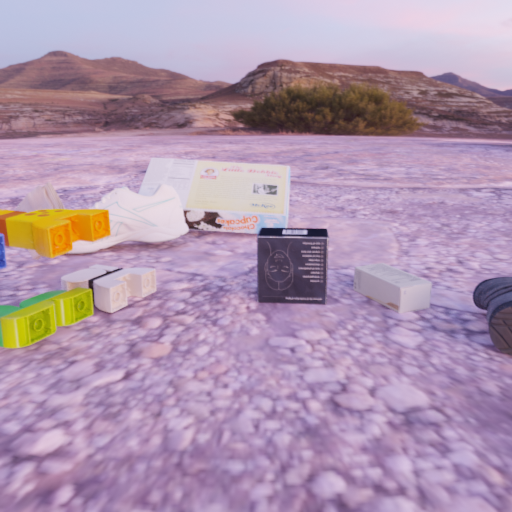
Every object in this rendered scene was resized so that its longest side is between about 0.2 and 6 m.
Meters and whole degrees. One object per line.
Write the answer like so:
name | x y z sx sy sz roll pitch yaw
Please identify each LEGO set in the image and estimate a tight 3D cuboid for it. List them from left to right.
LEGO set | -3.372 0.197 7.126 1.878 1.745 4.575 7 16 23

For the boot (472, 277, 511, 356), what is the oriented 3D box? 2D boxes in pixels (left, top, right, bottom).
boot | 4.162 0.665 7.016 2.600 0.907 1.712 7 15 15

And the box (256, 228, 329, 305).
box | 0.559 0.143 8.538 1.068 1.050 0.662 2 16 5

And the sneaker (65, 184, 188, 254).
sneaker | -2.958 -0.773 11.393 3.006 1.204 1.057 -11 16 -8

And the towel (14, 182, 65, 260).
towel | -3.807 -0.590 9.866 1.454 0.964 0.251 -31 -4 39

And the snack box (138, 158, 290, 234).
snack box | -0.935 -1.405 12.937 3.390 0.629 1.970 4 43 3

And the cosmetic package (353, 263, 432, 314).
cosmetic package | 2.056 0.472 8.555 0.606 0.410 1.153 -7 17 -23
